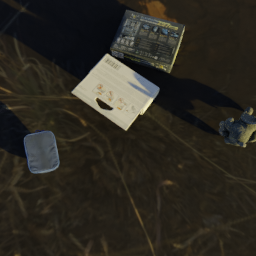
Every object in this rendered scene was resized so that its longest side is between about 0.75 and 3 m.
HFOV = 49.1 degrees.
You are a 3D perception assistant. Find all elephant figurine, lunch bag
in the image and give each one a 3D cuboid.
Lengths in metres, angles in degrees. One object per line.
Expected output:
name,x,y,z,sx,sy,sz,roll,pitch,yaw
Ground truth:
elephant figurine,3.576,-0.071,8.449,1.412,0.999,1.095,-21,79,-11
lunch bag,-2.533,0.669,8.234,0.879,0.856,1.293,-9,83,-16

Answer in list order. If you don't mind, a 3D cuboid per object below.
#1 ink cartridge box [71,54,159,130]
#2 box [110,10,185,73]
ink cartridge box,-0.377,-1.106,8.854,2.132,0.464,1.850,35,70,8
box,0.674,-2.997,9.621,2.174,0.555,1.714,17,72,6
